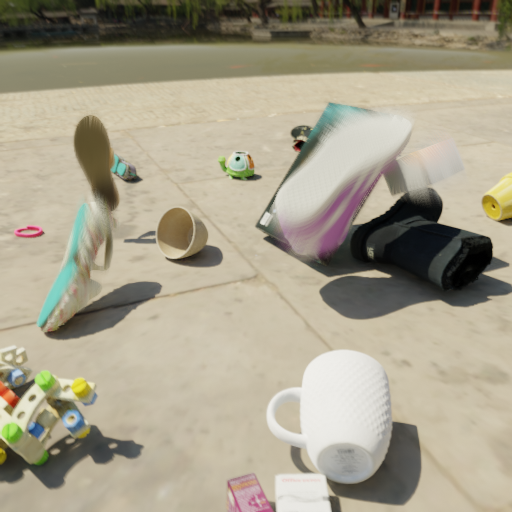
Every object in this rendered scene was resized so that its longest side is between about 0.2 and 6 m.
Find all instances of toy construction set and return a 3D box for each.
[{"bbox_3d":[-2.979,1.747,6.833,2.135,0.984,1.400,16,54,43],"label":"toy construction set"}]

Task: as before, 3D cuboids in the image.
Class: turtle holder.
[{"bbox_3d":[-0.510,-2.590,15.821,0.990,0.703,0.752,24,35,38],"label":"turtle holder"}]

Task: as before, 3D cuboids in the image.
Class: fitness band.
[{"bbox_3d":[-5.024,-0.534,12.370,0.615,0.115,0.442,5,27,13],"label":"fitness band"}]

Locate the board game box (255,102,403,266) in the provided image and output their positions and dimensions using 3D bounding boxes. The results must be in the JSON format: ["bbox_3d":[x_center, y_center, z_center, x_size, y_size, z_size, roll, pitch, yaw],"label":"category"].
[{"bbox_3d":[1.466,-1.546,11.362,0.444,3.154,2.134,31,1,-40],"label":"board game box"}]

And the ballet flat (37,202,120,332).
[{"bbox_3d":[-2.864,0.204,9.377,0.774,2.421,0.916,28,-27,-30],"label":"ballet flat"}]

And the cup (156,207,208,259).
[{"bbox_3d":[-1.404,-0.434,11.362,1.041,1.041,0.744,20,7,34],"label":"cup"}]

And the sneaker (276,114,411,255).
[{"bbox_3d":[1.564,-1.183,9.819,2.891,1.648,1.048,-38,53,-12],"label":"sneaker"}]

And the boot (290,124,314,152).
[{"bbox_3d":[1.523,-3.897,18.572,1.662,0.600,1.256,22,37,38],"label":"boot"}]

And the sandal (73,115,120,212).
[{"bbox_3d":[-3.278,-1.950,11.693,0.729,1.988,0.654,-10,21,-2],"label":"sandal"}]

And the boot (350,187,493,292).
[{"bbox_3d":[3.541,-0.353,10.886,2.769,1.058,2.327,-29,34,-33],"label":"boot"}]

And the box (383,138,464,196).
[{"bbox_3d":[3.168,-1.688,10.796,0.834,0.653,1.340,-25,6,-19],"label":"box"}]

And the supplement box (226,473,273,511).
[{"bbox_3d":[-0.060,2.626,5.709,0.330,0.419,0.640,-8,28,-19],"label":"supplement box"}]

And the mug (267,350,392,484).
[{"bbox_3d":[0.846,1.881,6.483,1.445,1.067,1.267,4,29,7],"label":"mug"}]

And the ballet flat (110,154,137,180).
[{"bbox_3d":[-3.794,-2.499,15.983,0.567,0.567,1.578,-15,30,-27],"label":"ballet flat"}]

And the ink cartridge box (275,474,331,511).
[{"bbox_3d":[0.482,2.653,5.766,0.540,0.312,0.745,0,27,-1],"label":"ink cartridge box"}]

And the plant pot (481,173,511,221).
[{"bbox_3d":[5.870,-1.314,13.020,1.003,1.066,1.066,-25,33,-12],"label":"plant pot"}]
